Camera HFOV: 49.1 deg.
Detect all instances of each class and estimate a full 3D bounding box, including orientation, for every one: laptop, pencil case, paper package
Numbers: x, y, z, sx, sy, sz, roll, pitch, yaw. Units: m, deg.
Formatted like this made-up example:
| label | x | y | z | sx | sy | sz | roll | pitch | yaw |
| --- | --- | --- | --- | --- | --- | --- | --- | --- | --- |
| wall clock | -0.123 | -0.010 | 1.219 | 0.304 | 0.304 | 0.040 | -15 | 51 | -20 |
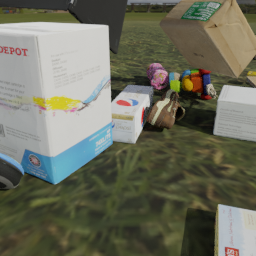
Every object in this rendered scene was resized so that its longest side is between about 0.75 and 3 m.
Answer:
| label | x | y | z | sx | sy | sz | roll | pitch | yaw |
| --- | --- | --- | --- | --- | --- | --- | --- | --- | --- |
| laptop | -1.550 | -3.641 | 7.712 | 1.630 | 2.812 | 2.633 | -11 | 59 | 37 |
| pencil case | 1.097 | -1.979 | 10.583 | 0.696 | 0.666 | 1.608 | -1 | 25 | -2 |
| paper package | 1.823 | -2.076 | 6.392 | 1.641 | 0.891 | 1.722 | 39 | 0 | -34 |

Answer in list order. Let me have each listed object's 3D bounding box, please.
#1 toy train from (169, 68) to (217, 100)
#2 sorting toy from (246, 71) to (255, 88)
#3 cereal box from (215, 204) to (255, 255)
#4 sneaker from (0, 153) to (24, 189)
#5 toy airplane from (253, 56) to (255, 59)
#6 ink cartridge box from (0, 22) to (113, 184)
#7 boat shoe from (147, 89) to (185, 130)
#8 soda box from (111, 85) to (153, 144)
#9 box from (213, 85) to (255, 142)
| label | x | y | z | sx | sy | sz | roll | pitch | yaw |
| --- | --- | --- | --- | --- | --- | --- | --- | --- | --- |
| toy train | 1.992 | -1.368 | 8.978 | 1.422 | 1.040 | 2.458 | -5 | 23 | 14 |
| sorting toy | 4.797 | -1.341 | 9.397 | 1.376 | 0.483 | 2.855 | 3 | 25 | 6 |
| cereal box | 1.872 | 1.524 | 3.347 | 1.605 | 0.317 | 1.155 | 7 | 26 | 16 |
| sneaker | -3.064 | 0.921 | 4.097 | 2.892 | 1.025 | 1.199 | -2 | 58 | -27 |
| toy airplane | 7.355 | -4.171 | 15.064 | 1.277 | 0.901 | 1.272 | 5 | 22 | 15 |
| ink cartridge box | -1.566 | -0.659 | 5.439 | 1.856 | 2.530 | 1.847 | 14 | 28 | 28 |
| boat shoe | 1.113 | -0.444 | 7.373 | 0.740 | 0.739 | 2.001 | 28 | 32 | 9 |
| soda box | 0.078 | -0.446 | 7.160 | 0.776 | 0.726 | 2.279 | 6 | 26 | 13 |
| box | 2.891 | -0.381 | 6.792 | 1.383 | 0.904 | 1.376 | 10 | 27 | 21 |
